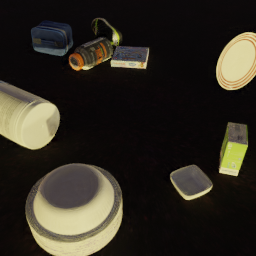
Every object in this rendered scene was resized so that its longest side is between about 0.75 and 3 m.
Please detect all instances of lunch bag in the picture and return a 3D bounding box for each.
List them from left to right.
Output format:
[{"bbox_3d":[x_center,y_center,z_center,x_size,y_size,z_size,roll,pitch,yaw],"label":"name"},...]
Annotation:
[{"bbox_3d":[-3.700,-4.383,13.855,1.941,1.319,1.284,12,42,11],"label":"lunch bag"}]

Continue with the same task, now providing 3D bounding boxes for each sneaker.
[{"bbox_3d":[-1.420,-5.144,15.031,1.131,0.979,2.731,-25,46,-27],"label":"sneaker"}]

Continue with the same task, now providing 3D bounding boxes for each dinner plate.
[{"bbox_3d":[3.312,-1.977,8.360,1.730,1.730,0.210,-15,36,-17],"label":"dinner plate"}]

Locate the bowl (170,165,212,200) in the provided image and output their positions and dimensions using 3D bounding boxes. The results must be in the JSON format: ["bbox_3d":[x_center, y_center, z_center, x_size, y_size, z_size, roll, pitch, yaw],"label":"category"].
[{"bbox_3d":[1.679,1.506,7.566,0.921,0.344,0.920,-16,42,-19],"label":"bowl"}]

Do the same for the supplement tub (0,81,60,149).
[{"bbox_3d":[-3.602,-0.466,8.970,2.414,1.593,1.593,24,45,25],"label":"supplement tub"}]

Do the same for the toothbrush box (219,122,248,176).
[{"bbox_3d":[2.976,0.599,7.956,0.527,1.225,0.892,11,41,12],"label":"toothbrush box"}]

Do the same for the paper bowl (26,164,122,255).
[{"bbox_3d":[-1.256,1.741,6.657,2.238,1.164,2.238,0,39,0],"label":"paper bowl"}]

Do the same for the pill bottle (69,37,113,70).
[{"bbox_3d":[-1.719,-3.349,12.810,1.074,1.074,2.023,27,47,29],"label":"pill bottle"}]

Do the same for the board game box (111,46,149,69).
[{"bbox_3d":[0.127,-3.420,13.461,1.640,0.337,1.636,5,40,7],"label":"board game box"}]
